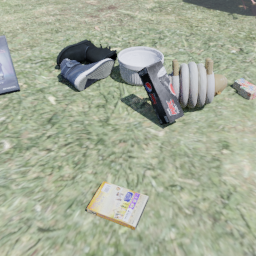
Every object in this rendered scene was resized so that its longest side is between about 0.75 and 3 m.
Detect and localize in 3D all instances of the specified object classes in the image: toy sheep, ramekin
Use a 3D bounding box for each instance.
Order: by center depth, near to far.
[{"bbox_3d":[2.355,-1.681,10.763,2.809,1.937,1.937,0,39,10],"label":"toy sheep"},{"bbox_3d":[0.569,-2.768,12.677,2.045,1.073,2.045,0,39,0],"label":"ramekin"}]

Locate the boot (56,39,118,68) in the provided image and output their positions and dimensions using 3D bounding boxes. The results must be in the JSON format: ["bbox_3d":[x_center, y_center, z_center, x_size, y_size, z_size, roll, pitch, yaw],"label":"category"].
[{"bbox_3d":[-1.906,-3.388,13.631,2.066,0.933,2.522,30,51,23],"label":"boot"}]

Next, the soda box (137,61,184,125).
[{"bbox_3d":[1.189,-1.242,10.080,0.761,2.152,0.681,-25,4,-24],"label":"soda box"}]

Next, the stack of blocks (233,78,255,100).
[{"bbox_3d":[5.008,-1.664,11.920,0.647,0.329,1.124,-19,43,-21],"label":"stack of blocks"}]

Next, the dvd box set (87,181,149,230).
[{"bbox_3d":[-0.259,2.048,7.526,1.389,0.204,1.016,15,42,16],"label":"dvd box set"}]

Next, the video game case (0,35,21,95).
[{"bbox_3d":[-6.032,-2.642,12.071,2.050,0.272,2.870,-16,73,-18],"label":"video game case"}]

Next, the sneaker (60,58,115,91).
[{"bbox_3d":[-1.934,-2.759,12.775,1.752,0.922,2.425,32,50,29],"label":"sneaker"}]
